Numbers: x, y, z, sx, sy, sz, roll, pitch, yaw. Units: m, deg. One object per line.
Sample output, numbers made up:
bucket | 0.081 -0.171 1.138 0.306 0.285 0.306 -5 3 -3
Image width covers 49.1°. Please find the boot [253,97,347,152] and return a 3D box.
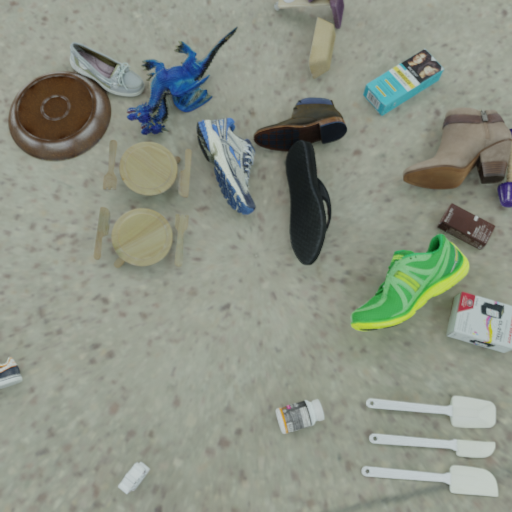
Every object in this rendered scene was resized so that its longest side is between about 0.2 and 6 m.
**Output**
boot | 0.925 -2.965 12.557 2.058 0.769 0.998 -6 53 -2

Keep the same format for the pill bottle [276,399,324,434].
pill bottle | 0.825 3.009 10.558 0.838 0.487 0.487 -15 72 -6

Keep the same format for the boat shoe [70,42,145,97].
boat shoe | -3.419 -4.268 12.836 1.817 0.583 0.670 29 68 -4

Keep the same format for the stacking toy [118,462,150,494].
stacking toy | -2.008 5.358 9.673 2.181 0.680 2.893 34 75 11

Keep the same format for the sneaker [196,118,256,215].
sneaker | -0.427 -2.038 12.045 1.027 0.929 2.412 -21 73 -11

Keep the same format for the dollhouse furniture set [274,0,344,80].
dollhouse furniture set | 0.962 -5.483 12.968 1.630 1.820 2.297 6 74 18

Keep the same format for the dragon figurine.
dragon figurine | -1.553 -3.881 12.632 3.139 0.924 1.560 -27 73 -8

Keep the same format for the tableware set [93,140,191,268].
tableware set | -2.335 -1.074 11.887 1.812 0.549 2.742 6 75 -9

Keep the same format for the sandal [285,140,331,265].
sandal | 1.192 -1.144 11.729 0.668 1.049 2.792 10 66 -29

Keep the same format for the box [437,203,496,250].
box | 4.438 -0.619 11.830 1.033 0.387 0.517 29 74 11

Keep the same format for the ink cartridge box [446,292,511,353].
ink cartridge box | 4.509 1.313 11.113 1.196 0.495 0.871 16 72 5

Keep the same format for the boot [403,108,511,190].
boot | 4.355 -2.415 12.255 2.429 0.853 1.776 1 67 -1

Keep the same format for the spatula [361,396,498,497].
spatula | 3.277 3.493 10.578 2.514 0.202 1.748 5 77 3

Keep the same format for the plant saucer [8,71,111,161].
plant saucer | -4.510 -3.285 12.733 2.365 0.379 2.365 0 71 -1

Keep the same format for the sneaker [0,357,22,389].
sneaker | -5.265 2.380 10.740 1.394 0.547 0.554 -17 77 -17

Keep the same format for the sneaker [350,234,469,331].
sneaker | 2.862 0.536 11.042 2.834 1.050 1.184 -32 90 -19

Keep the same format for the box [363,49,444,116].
box | 3.398 -4.010 12.932 1.759 0.432 0.724 -34 75 -11

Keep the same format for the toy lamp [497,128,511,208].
toy lamp | 5.559 -1.902 12.209 0.518 0.518 1.781 12 69 4
